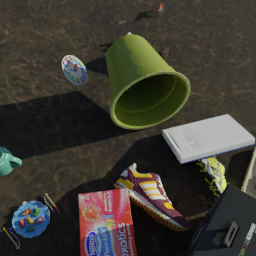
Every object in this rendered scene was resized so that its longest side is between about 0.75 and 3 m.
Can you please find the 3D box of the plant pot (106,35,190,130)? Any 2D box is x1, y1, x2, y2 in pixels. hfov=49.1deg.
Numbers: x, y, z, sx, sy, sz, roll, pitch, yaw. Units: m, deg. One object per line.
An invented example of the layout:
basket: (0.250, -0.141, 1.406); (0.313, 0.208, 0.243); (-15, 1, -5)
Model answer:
plant pot: (0.362, -1.863, 10.223); (2.872, 2.872, 2.727); (-15, 56, -10)

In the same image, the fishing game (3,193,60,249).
fishing game: (-3.010, 2.784, 8.678); (1.629, 0.253, 1.167); (-36, 65, -22)

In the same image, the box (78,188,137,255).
box: (-0.522, 3.289, 7.607); (1.449, 1.387, 2.906); (-6, 55, -4)

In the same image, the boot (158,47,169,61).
boot: (0.570, -3.341, 12.733); (2.107, 0.677, 1.963); (26, 57, 22)

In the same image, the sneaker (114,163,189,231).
sneaker: (0.879, 2.076, 8.702); (2.626, 0.984, 1.183); (31, 67, 19)

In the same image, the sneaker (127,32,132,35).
sneaker: (0.392, -4.041, 13.269); (0.489, 0.493, 1.360); (-37, 64, -24)

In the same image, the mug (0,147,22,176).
mug: (-4.334, 1.063, 9.595); (1.101, 0.681, 0.905); (-26, 59, -17)

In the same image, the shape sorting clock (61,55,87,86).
shape sorting clock: (-1.991, -2.183, 10.573); (0.239, 1.221, 1.221); (-27, 50, 37)

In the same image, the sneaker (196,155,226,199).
sneaker: (2.930, 1.565, 9.242); (0.718, 0.709, 1.880); (-14, 58, -9)

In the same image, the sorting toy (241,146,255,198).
sorting toy: (5.134, 1.765, 9.270); (2.284, 0.417, 2.114); (24, 58, 15)

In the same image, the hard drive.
hard drive: (2.782, 0.329, 9.971); (2.662, 0.338, 1.756); (-13, 34, -9)

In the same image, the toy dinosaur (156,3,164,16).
toy dinosaur: (1.753, -6.346, 14.827); (0.424, 0.807, 0.732); (18, 88, -6)

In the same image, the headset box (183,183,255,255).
headset box: (2.286, 3.035, 6.993); (1.255, 2.705, 2.355); (30, 61, 19)
